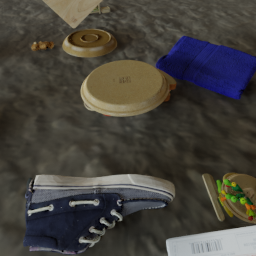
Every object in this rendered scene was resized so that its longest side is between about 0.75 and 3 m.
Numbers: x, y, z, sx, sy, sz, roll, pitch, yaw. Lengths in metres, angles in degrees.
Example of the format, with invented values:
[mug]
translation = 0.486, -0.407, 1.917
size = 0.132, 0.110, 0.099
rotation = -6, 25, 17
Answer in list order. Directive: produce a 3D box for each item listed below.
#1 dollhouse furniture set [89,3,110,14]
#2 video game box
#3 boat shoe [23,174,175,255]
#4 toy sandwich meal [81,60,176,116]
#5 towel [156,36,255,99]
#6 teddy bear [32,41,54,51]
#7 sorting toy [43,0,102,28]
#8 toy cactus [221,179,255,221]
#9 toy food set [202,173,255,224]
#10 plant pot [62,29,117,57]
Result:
[dollhouse furniture set]
translation = -1.586, -5.782, 12.925
size = 1.208, 0.672, 1.068
rotation = -17, 45, -17
[video game box]
translation = 1.869, 2.389, 3.497
size = 2.539, 0.594, 2.313
rotation = -13, 35, 12
[boat shoe]
translation = -0.488, 1.549, 4.891
size = 2.681, 1.001, 1.243
rotation = 0, 57, 1
[toy sandwich meal]
translation = -0.014, -0.980, 7.628
size = 2.588, 0.886, 2.588
rotation = -2, 44, 2
[towel]
translation = 2.497, -1.909, 8.794
size = 2.753, 0.682, 2.033
rotation = 25, 55, 25
[teddy bear]
translation = -3.109, -3.042, 10.238
size = 0.838, 0.280, 0.608
rotation = -3, 40, -3
[sorting toy]
translation = -1.534, -3.951, 7.606
size = 1.674, 1.664, 0.583
rotation = -36, 38, 23
[toy cactus]
translation = 2.085, 1.275, 5.128
size = 0.660, 0.409, 0.800
rotation = -10, 45, -39
[toy food set]
translation = 2.306, 1.353, 5.484
size = 1.617, 0.325, 1.116
rotation = -1, 49, -9
[plant pot]
translation = -1.432, -3.258, 10.476
size = 2.053, 0.282, 2.053
rotation = 0, 43, 0
